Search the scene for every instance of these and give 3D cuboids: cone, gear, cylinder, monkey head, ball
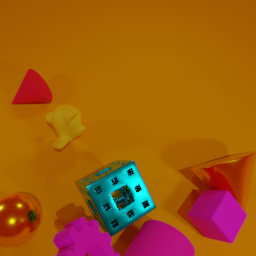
[{"bbox_3d":[-3.155,-1.046,8.670,1.143,1.138,1.138,-31,58,8],"label":"cone"},{"bbox_3d":[-0.484,2.059,3.917,0.286,1.544,1.544,-28,56,12],"label":"gear"},{"bbox_3d":[0.547,2.715,5.612,1.217,1.217,1.217,28,51,18],"label":"cylinder"},{"bbox_3d":[-1.701,-0.060,7.352,1.505,0.907,1.083,1,43,47],"label":"monkey head"},{"bbox_3d":[-2.509,2.015,6.168,1.145,1.145,1.145,0,56,0],"label":"ball"},{"bbox_3d":[2.529,1.550,6.797,1.600,1.600,1.606,-15,83,-10],"label":"cone"}]

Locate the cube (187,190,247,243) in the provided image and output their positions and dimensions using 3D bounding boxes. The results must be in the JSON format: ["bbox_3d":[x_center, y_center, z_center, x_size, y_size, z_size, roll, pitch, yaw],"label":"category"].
[{"bbox_3d":[1.993,1.955,6.283,0.786,0.786,0.786,50,61,-11],"label":"cube"}]

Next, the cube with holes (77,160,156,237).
[{"bbox_3d":[-0.302,1.489,6.299,1.147,1.147,1.147,-27,94,-20],"label":"cube with holes"}]
